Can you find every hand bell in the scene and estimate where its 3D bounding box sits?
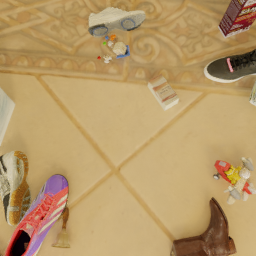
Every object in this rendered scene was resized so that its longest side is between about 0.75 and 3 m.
[{"bbox_3d":[-2.000,3.109,8.809,0.620,0.620,1.191,4,61,1],"label":"hand bell"}]

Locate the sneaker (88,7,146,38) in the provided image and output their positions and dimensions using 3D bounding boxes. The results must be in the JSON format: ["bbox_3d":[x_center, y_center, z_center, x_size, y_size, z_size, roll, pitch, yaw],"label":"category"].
[{"bbox_3d":[-0.465,-4.290,10.859,2.300,0.857,1.002,-11,68,-4],"label":"sneaker"}]

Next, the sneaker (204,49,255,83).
[{"bbox_3d":[4.279,-2.449,9.922,2.984,1.480,1.055,-7,73,-2],"label":"sneaker"}]

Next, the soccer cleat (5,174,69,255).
[{"bbox_3d":[-2.727,2.758,8.547,0.995,1.067,2.916,26,75,8],"label":"soccer cleat"}]

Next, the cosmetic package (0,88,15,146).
[{"bbox_3d":[-5.105,-0.102,8.376,1.825,2.969,2.960,13,74,1],"label":"cosmetic package"}]

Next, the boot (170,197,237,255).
[{"bbox_3d":[2.129,3.287,8.662,1.966,0.631,1.832,-16,74,-1],"label":"boot"}]

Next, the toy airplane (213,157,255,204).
[{"bbox_3d":[3.565,1.628,8.896,1.428,1.012,1.434,-2,64,-17],"label":"toy airplane"}]

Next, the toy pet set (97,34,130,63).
[{"bbox_3d":[-0.467,-2.961,10.696,1.048,0.596,1.123,2,65,37],"label":"toy pet set"}]

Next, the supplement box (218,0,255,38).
[{"bbox_3d":[4.202,-4.264,10.171,1.128,2.073,0.631,-22,74,-7],"label":"supplement box"}]

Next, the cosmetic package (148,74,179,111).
[{"bbox_3d":[1.265,-1.290,10.084,0.598,0.505,1.158,-32,76,-9],"label":"cosmetic package"}]

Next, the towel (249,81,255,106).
[{"bbox_3d":[5.020,-1.221,9.802,1.558,0.375,1.333,22,86,-20],"label":"towel"}]

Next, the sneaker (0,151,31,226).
[{"bbox_3d":[-3.797,1.939,9.042,1.022,0.882,2.332,-10,71,15],"label":"sneaker"}]
